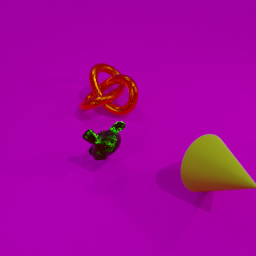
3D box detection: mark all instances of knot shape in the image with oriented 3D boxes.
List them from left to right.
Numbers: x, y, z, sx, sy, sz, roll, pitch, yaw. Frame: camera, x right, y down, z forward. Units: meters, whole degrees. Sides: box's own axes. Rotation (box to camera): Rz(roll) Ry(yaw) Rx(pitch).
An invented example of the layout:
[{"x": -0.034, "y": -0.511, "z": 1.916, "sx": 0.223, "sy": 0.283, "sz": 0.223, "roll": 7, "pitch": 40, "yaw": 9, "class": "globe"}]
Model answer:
[{"x": -0.529, "y": -1.175, "z": 9.180, "sx": 1.916, "sy": 0.946, "sz": 2.048, "roll": 21, "pitch": 67, "yaw": 22, "class": "knot shape"}]

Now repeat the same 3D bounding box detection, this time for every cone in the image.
[{"x": 2.291, "y": 1.063, "z": 6.394, "sx": 1.521, "sy": 1.521, "sz": 1.526, "roll": -26, "pitch": 25, "yaw": -23, "class": "cone"}]

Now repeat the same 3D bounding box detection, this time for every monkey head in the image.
[{"x": -0.701, "y": 0.317, "z": 7.408, "sx": 1.003, "sy": 1.394, "sz": 0.840, "roll": 42, "pitch": 20, "yaw": -14, "class": "monkey head"}]
